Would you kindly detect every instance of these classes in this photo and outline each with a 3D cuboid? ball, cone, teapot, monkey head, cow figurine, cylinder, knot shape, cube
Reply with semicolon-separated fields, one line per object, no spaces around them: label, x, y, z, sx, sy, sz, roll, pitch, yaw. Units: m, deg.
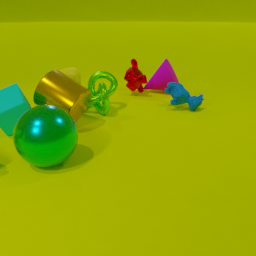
ball;-1.793;0.174;6.168;1.377;1.377;1.377;0;23;0
cone;1.247;-1.932;11.744;1.450;1.445;1.445;-23;16;20
teapot;-2.251;-1.603;10.199;1.025;1.301;2.093;5;-12;-15
monkey head;0.393;-2.012;11.250;1.054;1.465;0.883;-1;28;31
cow figurine;1.984;-1.118;9.757;1.165;0.650;1.184;-6;54;-25
cylinder;-1.869;-0.867;8.081;1.201;1.201;1.201;33;30;7
knot shape;-1.085;-1.088;9.568;1.510;0.746;1.613;-31;45;32
cube;-3.205;-0.505;7.735;0.893;0.893;0.893;-27;53;-10
